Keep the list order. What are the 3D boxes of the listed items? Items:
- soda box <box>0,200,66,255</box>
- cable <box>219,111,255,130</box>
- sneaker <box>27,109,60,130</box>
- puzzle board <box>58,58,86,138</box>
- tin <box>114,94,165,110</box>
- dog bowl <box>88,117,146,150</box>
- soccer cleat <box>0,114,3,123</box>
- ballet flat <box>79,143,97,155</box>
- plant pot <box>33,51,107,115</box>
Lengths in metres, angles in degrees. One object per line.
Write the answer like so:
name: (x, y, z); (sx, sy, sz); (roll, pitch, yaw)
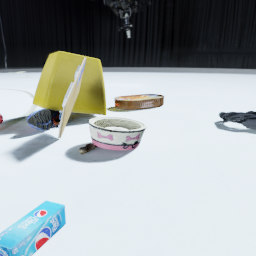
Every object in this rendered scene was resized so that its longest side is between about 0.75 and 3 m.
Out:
soda box: (-1.463, 1.578, 4.259); (0.407, 0.385, 1.200); (6, 17, 22)
cable: (4.856, -0.441, 11.163); (2.379, 0.604, 1.941); (10, 18, 34)
sneaker: (-3.317, -0.345, 10.725); (0.872, 0.838, 2.224); (-6, 6, 7)
puzzle board: (-1.901, -1.026, 9.354); (0.201, 1.740, 2.308); (17, 52, -7)
tin: (0.627, -1.403, 14.782); (2.842, 0.595, 1.591); (-8, 13, -28)
dog bowl: (-0.353, 0.157, 8.651); (1.785, 0.658, 1.785); (6, 14, -1)
soccer cleat: (-5.737, -0.260, 10.572); (0.724, 0.632, 1.895); (6, 17, 43)
ballet flat: (-1.169, 0.612, 8.201); (0.281, 0.193, 0.835); (11, 14, 20)
plant pot: (-2.466, -1.949, 12.180); (2.646, 2.334, 2.646); (5, 7, -29)
